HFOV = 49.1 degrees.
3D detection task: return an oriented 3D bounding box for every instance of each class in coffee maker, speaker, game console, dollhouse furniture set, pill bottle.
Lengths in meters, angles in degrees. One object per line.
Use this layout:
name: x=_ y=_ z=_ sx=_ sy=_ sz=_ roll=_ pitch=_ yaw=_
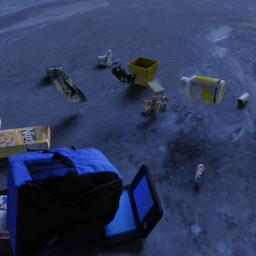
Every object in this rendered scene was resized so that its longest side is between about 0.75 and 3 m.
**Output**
coffee maker: x=-4.068 y=-3.216 z=15.664 sx=0.959 sy=0.646 sz=0.921 roll=-10 pitch=37 yaw=-15
speaker: x=5.574 y=-1.405 z=13.495 sx=0.307 sy=0.307 sz=0.757 roll=29 pitch=46 yaw=33
game console: x=-0.035 y=2.135 z=8.024 sx=1.118 sy=1.689 sz=1.920 roll=15 pitch=32 yaw=-23
dollhouse furniture set: x=1.186 y=-1.432 z=12.761 sx=1.092 sy=1.189 sz=0.774 roll=-16 pitch=49 yaw=-20
pill bottle: x=3.085 y=-1.662 z=11.795 sx=1.767 sy=0.990 sz=0.990 roll=16 pitch=39 yaw=28

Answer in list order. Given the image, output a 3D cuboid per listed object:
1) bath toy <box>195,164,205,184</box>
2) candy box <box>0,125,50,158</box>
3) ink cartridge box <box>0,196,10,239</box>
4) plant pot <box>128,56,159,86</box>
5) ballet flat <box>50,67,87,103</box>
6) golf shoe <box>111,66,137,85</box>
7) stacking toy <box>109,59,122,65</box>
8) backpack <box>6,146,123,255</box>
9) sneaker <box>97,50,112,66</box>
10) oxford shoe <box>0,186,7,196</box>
bath toy: x=2.452 y=1.556 z=9.531 sx=0.281 sy=0.330 sz=0.760 roll=40 pitch=38 yaw=-3
candy box: x=-4.004 y=0.504 z=10.709 sx=1.951 sy=0.540 sz=1.126 roll=-7 pitch=36 yaw=-8
ink cartridge box: x=-3.149 y=2.479 z=7.877 sx=2.468 sy=0.458 sz=1.169 roll=5 pitch=35 yaw=-16
plant pot: x=0.811 y=-2.990 z=14.970 sx=1.247 sy=1.100 sz=1.247 roll=21 pitch=42 yaw=26
ballet flat: x=-2.586 y=-1.622 z=12.069 sx=0.825 sy=2.223 sz=0.825 roll=-20 pitch=46 yaw=22
golf shoe: x=-0.296 y=-2.192 z=12.236 sx=0.752 sy=0.659 sz=1.708 roll=-5 pitch=-10 yaw=32
stacking toy: x=-0.800 y=-4.102 z=17.236 sx=0.836 sy=0.197 sz=0.631 roll=-9 pitch=37 yaw=-13
backpack: x=-1.689 y=1.572 z=7.507 sx=2.836 sy=2.304 sz=2.380 roll=-3 pitch=31 yaw=-31
sneaker: x=-1.435 y=-4.342 z=17.136 sx=0.723 sy=0.473 sz=1.259 roll=7 pitch=57 yaw=11
oxford shoe: x=-3.385 y=1.927 z=8.801 sx=1.756 sy=0.638 sz=0.741 roll=-8 pitch=30 yaw=-26
